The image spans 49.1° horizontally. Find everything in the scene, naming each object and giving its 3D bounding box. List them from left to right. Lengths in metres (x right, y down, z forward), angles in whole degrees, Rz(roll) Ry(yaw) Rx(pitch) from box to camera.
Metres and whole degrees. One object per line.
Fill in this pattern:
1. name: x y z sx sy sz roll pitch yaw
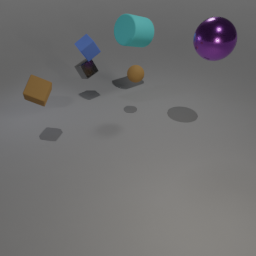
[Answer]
1. cube: -2.945 -1.210 9.165 0.700 0.700 0.700 21 -14 -11
2. cube: -1.942 -2.773 13.105 0.700 0.700 0.700 -41 28 -19
3. cube: -1.744 -3.472 12.110 0.700 0.700 0.700 -40 55 1
4. cylinder: 0.291 -4.578 13.264 1.400 1.400 1.400 26 25 36
5. ball: 0.309 -2.187 11.297 0.700 0.700 0.700 0 31 0
6. ball: 2.876 -2.939 9.280 1.400 1.400 1.400 0 31 0
